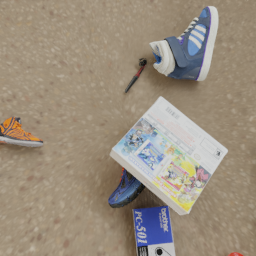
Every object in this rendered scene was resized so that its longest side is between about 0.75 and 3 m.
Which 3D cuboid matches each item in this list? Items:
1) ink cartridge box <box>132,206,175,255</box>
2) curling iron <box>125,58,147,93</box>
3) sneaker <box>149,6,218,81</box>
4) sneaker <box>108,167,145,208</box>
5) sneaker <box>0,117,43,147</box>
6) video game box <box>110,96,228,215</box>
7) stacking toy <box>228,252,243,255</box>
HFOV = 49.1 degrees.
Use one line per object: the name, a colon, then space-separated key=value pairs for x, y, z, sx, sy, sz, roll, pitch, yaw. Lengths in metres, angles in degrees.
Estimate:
ink cartridge box: x=0.784 y=3.510 z=8.185 sx=1.083 sy=0.509 sz=2.303 roll=-5 pitch=73 yaw=-3
curling iron: x=0.254 y=-1.871 z=9.912 sx=0.367 sy=0.189 sz=1.480 roll=35 pitch=78 yaw=-28
sneaker: x=1.859 y=-3.114 z=9.779 sx=2.114 sy=1.163 sz=2.887 roll=11 pitch=79 yaw=-1
sneaker: x=0.229 y=1.160 z=8.702 sx=1.150 sy=1.105 sz=2.933 roll=29 pitch=67 yaw=16
sneaker: x=-3.496 y=0.094 z=9.137 sx=1.592 sy=0.617 sz=0.892 roll=9 pitch=75 yaw=3
video game box: x=1.177 y=0.696 z=7.811 sx=2.538 sy=0.594 sz=2.312 roll=40 pitch=61 yaw=6
stacking toy: x=3.888 y=4.148 z=7.823 sx=2.277 sy=0.972 sz=0.972 roll=19 pitch=74 yaw=9
